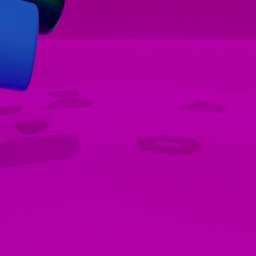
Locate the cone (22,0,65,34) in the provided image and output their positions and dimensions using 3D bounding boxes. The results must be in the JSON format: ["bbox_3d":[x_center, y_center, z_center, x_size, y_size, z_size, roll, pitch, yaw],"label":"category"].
[{"bbox_3d":[-2.708,-3.369,6.805,1.676,1.676,1.682,15,8,36],"label":"cone"}]

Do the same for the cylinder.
[{"bbox_3d":[-2.179,-1.329,4.211,1.379,1.379,1.379,6,15,-28],"label":"cylinder"}]

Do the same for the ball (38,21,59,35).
[{"bbox_3d":[-2.834,-3.631,8.941,1.260,1.260,1.260,0,19,0],"label":"ball"}]
